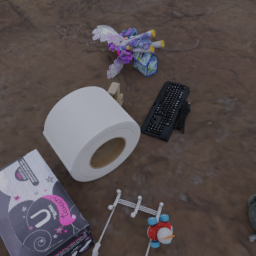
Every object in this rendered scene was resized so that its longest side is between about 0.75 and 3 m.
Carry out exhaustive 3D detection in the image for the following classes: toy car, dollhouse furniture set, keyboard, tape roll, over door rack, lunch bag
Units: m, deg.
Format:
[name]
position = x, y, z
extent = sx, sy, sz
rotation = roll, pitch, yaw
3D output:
[toy car]
position = 0.939, 2.664, 7.055
extent = 0.693, 0.784, 0.722
rotation = -5, 89, -26
[dollhouse furniture set]
position = -0.748, -1.207, 10.296
extent = 0.938, 1.331, 0.933
rotation = 14, 54, 11
[keyboard]
position = 1.641, -0.794, 10.483
extent = 1.501, 0.572, 2.885
rotation = 19, 56, 14
[tape roll]
position = -1.059, 0.202, 8.506
extent = 2.447, 2.447, 1.680
rotation = -31, 60, -21
[over door rack]
position = 0.053, 2.748, 7.720
extent = 1.468, 0.662, 1.987
rotation = 15, 54, 12
[lunch bag]
position = 0.711, -2.875, 11.654
extent = 0.761, 1.195, 1.016
rotation = -32, 60, -23

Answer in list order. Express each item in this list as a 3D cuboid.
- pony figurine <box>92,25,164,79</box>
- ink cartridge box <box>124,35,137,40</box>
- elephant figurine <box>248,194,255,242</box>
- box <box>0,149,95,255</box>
[pony figurine]
position = -0.058, -3.360, 11.623
extent = 2.538, 2.113, 2.450
rotation = -1, 24, 28
[ink cartridge box]
position = 0.362, -3.849, 12.921
extent = 0.623, 0.361, 1.070
rotation = -27, 56, -20
[elephant figurine]
position = 4.004, 2.003, 7.482
extent = 1.355, 1.915, 1.485
rotation = -2, 53, -1
[box]
position = -2.420, 2.273, 7.466
extent = 1.849, 1.606, 2.799
rotation = -32, 59, -22
